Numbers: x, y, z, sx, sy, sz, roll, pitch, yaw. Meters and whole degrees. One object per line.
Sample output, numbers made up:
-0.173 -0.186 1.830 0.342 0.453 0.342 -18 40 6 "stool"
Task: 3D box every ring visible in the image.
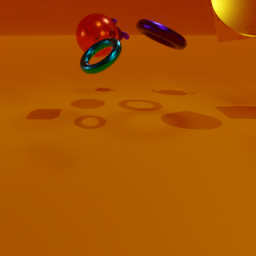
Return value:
0.946 -2.631 7.922 1.543 0.309 1.543 24 11 -5 "ring"
-0.641 -1.688 6.516 1.112 0.222 1.112 -19 46 20 "ring"

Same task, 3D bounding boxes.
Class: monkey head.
-0.476 -3.555 10.209 1.091 0.785 0.658 26 24 26 "monkey head"

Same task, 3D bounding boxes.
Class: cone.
2.452 -2.447 6.550 1.675 1.675 1.681 -2 -12 -4 "cone"

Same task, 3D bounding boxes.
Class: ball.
-0.897 -2.667 8.107 1.213 1.213 1.213 0 20 0 "ball"
